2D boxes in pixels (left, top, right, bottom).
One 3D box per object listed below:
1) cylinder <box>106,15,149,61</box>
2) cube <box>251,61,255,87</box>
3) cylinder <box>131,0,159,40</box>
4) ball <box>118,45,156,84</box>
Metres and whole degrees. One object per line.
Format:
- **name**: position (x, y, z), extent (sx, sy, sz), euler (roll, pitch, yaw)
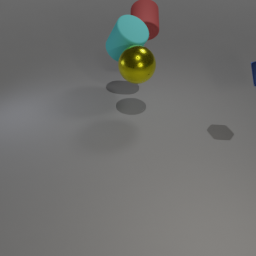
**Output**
- **cylinder**: position (-0.053, -3.654, 11.590), extent (1.400, 1.400, 1.400), euler (10, 64, -21)
- **cube**: position (3.893, -1.556, 7.890), extent (0.700, 0.700, 0.700), euler (-7, 5, 26)
- **cylinder**: position (0.822, -5.306, 13.808), extent (1.400, 1.400, 1.400), euler (0, 68, 1)
- **ball**: position (0.334, -2.337, 10.351), extent (1.400, 1.400, 1.400), euler (0, 34, 0)
